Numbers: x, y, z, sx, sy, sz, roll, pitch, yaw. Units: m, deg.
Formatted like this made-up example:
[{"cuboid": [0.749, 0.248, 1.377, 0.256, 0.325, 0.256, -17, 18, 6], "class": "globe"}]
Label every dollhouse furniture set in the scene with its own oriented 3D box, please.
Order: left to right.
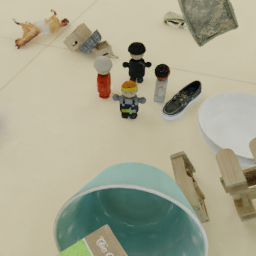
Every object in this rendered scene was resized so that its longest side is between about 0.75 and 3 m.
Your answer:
[{"cuboid": [2.248, 1.093, 6.367, 2.193, 1.922, 1.457, -22, 45, 17], "class": "dollhouse furniture set"}]

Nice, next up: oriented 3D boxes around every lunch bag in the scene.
[{"cuboid": [1.971, -3.618, 7.598, 1.318, 2.242, 1.839, -24, 19, 22], "class": "lunch bag"}]

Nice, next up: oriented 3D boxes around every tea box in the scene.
[{"cuboid": [-0.821, 3.180, 3.602, 2.733, 2.778, 1.856, -29, 53, -19], "class": "tea box"}]

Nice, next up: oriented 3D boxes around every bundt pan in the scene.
[{"cuboid": [-1.491, -3.450, 11.376, 0.431, 1.150, 1.150, 44, 49, -15], "class": "bundt pan"}]

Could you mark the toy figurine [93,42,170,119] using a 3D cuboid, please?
[{"cuboid": [0.161, -1.612, 9.170, 2.207, 1.535, 2.173, -26, 52, -24], "class": "toy figurine"}]

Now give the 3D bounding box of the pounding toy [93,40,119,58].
[{"cuboid": [-0.907, -3.106, 11.383, 0.790, 0.562, 0.727, -23, 48, -8], "class": "pounding toy"}]

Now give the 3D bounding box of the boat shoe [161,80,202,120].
[{"cuboid": [1.766, -0.962, 9.224, 0.670, 0.553, 1.954, 33, 55, 28], "class": "boat shoe"}]

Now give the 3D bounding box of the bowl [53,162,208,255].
[{"cuboid": [0.093, 1.734, 5.459, 2.716, 2.716, 1.421, 6, 30, 5], "class": "bowl"}]

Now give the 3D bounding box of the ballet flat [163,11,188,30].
[{"cuboid": [2.575, -4.902, 13.098, 2.006, 0.677, 0.625, 23, 79, 25], "class": "ballet flat"}]

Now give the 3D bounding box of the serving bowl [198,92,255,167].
[{"cuboid": [3.245, 0.101, 7.980, 2.640, 0.868, 2.640, 0, 46, 0], "class": "serving bowl"}]

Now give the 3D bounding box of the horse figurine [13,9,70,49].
[{"cuboid": [-3.890, -4.586, 12.606, 2.824, 0.705, 1.872, -20, 49, -19], "class": "horse figurine"}]

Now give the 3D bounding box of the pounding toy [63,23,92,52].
[{"cuboid": [-2.113, -3.873, 11.939, 1.213, 0.632, 1.380, -23, 31, 39], "class": "pounding toy"}]
